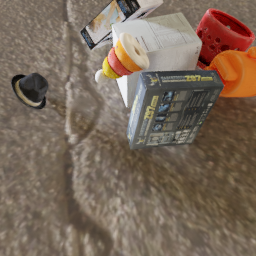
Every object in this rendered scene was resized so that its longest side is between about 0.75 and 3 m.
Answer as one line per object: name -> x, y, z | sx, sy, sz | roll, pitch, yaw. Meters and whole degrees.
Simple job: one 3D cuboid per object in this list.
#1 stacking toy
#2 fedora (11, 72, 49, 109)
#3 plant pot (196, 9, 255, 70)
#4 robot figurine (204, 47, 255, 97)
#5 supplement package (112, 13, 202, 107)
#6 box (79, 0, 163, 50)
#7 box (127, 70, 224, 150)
stacking toy -> -0.290, -1.634, 7.333 | 1.496, 1.093, 1.093 | -34, 53, 24
fedora -> -3.028, -1.322, 9.036 | 0.671, 1.468, 1.468 | -38, 55, 21
plant pot -> 3.126, -2.920, 9.718 | 1.830, 1.666, 1.830 | 15, 43, -15
robot figurine -> 3.488, -1.653, 8.667 | 2.407, 1.731, 1.404 | -4, 24, -34
supplement package -> 0.819, -2.184, 9.125 | 2.295, 2.194, 1.688 | -13, 54, -10
box -> -0.279, -3.902, 9.888 | 1.589, 2.725, 0.819 | -40, 102, -46
box -> 1.123, -0.412, 7.569 | 2.003, 2.540, 0.648 | -5, 53, -13
